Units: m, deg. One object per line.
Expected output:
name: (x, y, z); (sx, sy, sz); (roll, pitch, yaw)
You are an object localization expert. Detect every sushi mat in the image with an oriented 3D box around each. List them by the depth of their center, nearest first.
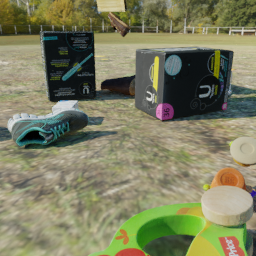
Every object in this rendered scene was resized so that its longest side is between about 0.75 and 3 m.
sushi mat: (-0.722, -5.369, 11.365); (0.152, 1.201, 2.511); (-17, 28, -25)

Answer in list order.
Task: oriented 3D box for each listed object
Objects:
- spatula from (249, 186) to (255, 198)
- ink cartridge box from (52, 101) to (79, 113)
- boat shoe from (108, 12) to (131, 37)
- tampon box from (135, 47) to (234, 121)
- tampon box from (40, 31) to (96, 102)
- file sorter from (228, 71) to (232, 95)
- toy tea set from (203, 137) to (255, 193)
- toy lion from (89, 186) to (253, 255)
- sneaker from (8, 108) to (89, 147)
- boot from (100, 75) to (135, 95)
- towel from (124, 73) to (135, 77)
spatula: (2.445, 1.106, 5.345); (1.370, 0.141, 0.387); (-15, 25, -34)
ink cartridge box: (-1.976, -0.480, 8.956); (0.617, 0.606, 0.838); (2, 20, 5)
boat shoe: (-0.407, -3.856, 10.392); (0.470, 0.470, 1.335); (9, 35, -43)
tampon box: (1.926, -1.707, 9.982); (2.905, 2.177, 1.834); (-11, 23, -26)
tampon box: (-2.535, -2.674, 11.860); (2.015, 2.688, 1.697); (-7, 22, -19)
file sorter: (3.682, -2.091, 12.646); (1.744, 1.086, 1.210); (14, 25, 33)
toy tea set: (2.328, 1.127, 4.563); (1.234, 0.768, 2.075); (-43, 56, -14)
toy lion: (0.341, 1.737, 2.862); (2.565, 0.919, 2.676); (-6, 20, 5)
sneaker: (-2.067, 0.069, 7.520); (2.145, 0.832, 0.978); (-11, 37, -15)
boot: (0.041, -2.269, 13.284); (2.184, 0.950, 2.626); (6, 24, 12)
towel: (0.586, -2.888, 15.914); (1.696, 0.309, 1.258); (1, 19, 5)
